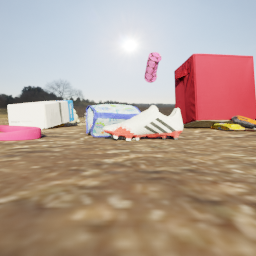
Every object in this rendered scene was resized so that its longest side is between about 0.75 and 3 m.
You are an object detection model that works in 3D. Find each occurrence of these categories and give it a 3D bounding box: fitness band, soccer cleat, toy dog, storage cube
[{"bbox_3d":[-2.568,0.101,6.303,1.119,0.292,1.558,2,3,-27],"label":"fitness band"},{"bbox_3d":[0.328,-0.111,5.745,1.685,0.718,0.578,0,2,-11],"label":"soccer cleat"},{"bbox_3d":[-3.463,-0.622,15.653,1.284,0.924,1.324,43,11,19],"label":"toy dog"},{"bbox_3d":[3.192,-1.307,10.737,2.638,2.371,2.255,-1,-5,-9],"label":"storage cube"}]

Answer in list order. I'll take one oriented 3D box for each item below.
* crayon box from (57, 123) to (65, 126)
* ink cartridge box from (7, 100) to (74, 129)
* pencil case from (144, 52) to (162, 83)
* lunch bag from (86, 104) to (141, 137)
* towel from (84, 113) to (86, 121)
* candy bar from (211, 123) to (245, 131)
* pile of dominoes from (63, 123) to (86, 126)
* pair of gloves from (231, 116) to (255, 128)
[{"bbox_3d":[-3.198,-0.297,12.771,0.644,0.264,1.024,0,17,7],"label":"crayon box"},{"bbox_3d":[-3.364,-0.569,11.103,1.616,0.933,2.213,0,8,15],"label":"ink cartridge box"},{"bbox_3d":[1.312,-3.156,14.564,0.776,0.752,1.656,-11,-31,-15],"label":"pencil case"},{"bbox_3d":[-0.374,-0.203,6.616,1.107,0.829,1.302,-1,-7,-17],"label":"lunch bag"},{"bbox_3d":[-1.595,-0.700,17.075,1.593,0.824,1.924,0,3,17],"label":"towel"},{"bbox_3d":[3.293,-0.038,9.439,0.484,0.215,1.941,-1,2,-2],"label":"candy bar"},{"bbox_3d":[-3.279,-0.335,14.069,2.405,0.383,1.875,2,3,38],"label":"pile of dominoes"},{"bbox_3d":[4.543,-0.189,8.886,2.172,0.269,1.935,-7,16,-26],"label":"pair of gloves"}]
